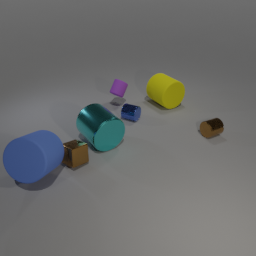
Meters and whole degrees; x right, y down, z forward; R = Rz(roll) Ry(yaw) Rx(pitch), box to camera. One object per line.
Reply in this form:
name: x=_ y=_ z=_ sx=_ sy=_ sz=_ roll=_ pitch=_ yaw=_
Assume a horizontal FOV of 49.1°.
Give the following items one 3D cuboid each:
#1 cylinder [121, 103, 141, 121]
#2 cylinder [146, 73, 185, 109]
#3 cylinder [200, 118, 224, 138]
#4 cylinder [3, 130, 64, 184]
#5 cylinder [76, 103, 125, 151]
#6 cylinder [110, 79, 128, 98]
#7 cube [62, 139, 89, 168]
cylinder: x=0.141 y=-0.711 z=12.675 sx=0.700 sy=0.700 sz=0.700 roll=16 pitch=34 yaw=24
cylinder: x=1.848 y=-1.844 z=13.864 sx=1.400 sy=1.400 sz=1.400 roll=-17 pitch=35 yaw=-26
cylinder: x=3.432 y=-0.009 z=11.487 sx=0.700 sy=0.700 sz=0.700 roll=-16 pitch=34 yaw=-25
cylinder: x=-2.919 y=0.857 z=8.827 sx=1.400 sy=1.400 sz=1.400 roll=5 pitch=10 yaw=8
cylinder: x=-1.057 y=-0.041 z=10.742 sx=1.400 sy=1.400 sz=1.400 roll=-20 pitch=40 yaw=-31
cylinder: x=-0.445 y=-1.928 z=13.610 sx=0.700 sy=0.700 sz=0.700 roll=22 pitch=-1 yaw=0
cube: x=-1.867 y=0.880 z=9.775 sx=0.700 sy=0.700 sz=0.700 roll=15 pitch=24 yaw=40
